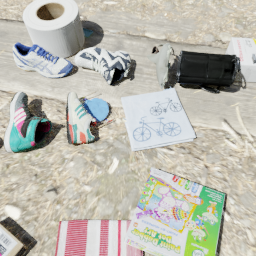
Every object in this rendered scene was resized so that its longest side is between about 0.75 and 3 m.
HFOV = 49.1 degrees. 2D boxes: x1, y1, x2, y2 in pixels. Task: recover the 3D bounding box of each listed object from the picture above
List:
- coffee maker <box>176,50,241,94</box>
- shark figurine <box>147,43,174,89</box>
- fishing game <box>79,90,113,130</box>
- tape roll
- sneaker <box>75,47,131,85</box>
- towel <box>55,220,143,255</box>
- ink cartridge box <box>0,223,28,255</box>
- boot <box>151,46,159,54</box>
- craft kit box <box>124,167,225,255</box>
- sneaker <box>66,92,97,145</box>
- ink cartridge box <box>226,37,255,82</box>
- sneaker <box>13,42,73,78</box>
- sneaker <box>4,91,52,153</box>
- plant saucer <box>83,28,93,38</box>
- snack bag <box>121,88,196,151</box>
[{"bbox_3d":[3.296,-2.622,11.944,2.354,2.261,1.586,5,72,6],"label":"coffee maker"},{"bbox_3d":[1.409,-3.191,12.309,1.076,1.541,2.579,6,58,11],"label":"shark figurine"},{"bbox_3d":[-1.420,-0.716,11.841,1.254,0.272,1.751,-30,66,-10],"label":"fishing game"},{"bbox_3d":[-3.555,-4.932,13.713,2.628,1.804,2.628,-2,57,2],"label":"tape roll"},{"bbox_3d":[-1.154,-2.737,12.723,2.617,1.044,1.703,5,46,-8],"label":"sneaker"},{"bbox_3d":[-0.906,3.826,8.678,2.733,0.311,1.968,0,55,0],"label":"towel"},{"bbox_3d":[-4.060,3.704,8.612,1.449,0.544,1.194,31,60,18],"label":"ink cartridge box"},{"bbox_3d":[1.368,-3.423,12.911,0.398,0.828,1.132,-5,49,25],"label":"boot"},{"bbox_3d":[1.559,2.861,8.980,2.671,0.648,2.638,18,54,9],"label":"craft kit box"},{"bbox_3d":[-1.903,-0.411,11.378,1.154,0.869,2.468,1,54,-17],"label":"sneaker"},{"bbox_3d":[6.046,-3.123,12.968,2.610,1.117,1.926,5,56,1],"label":"ink cartridge box"},{"bbox_3d":[-3.989,-3.162,12.909,2.873,1.266,1.082,10,55,5],"label":"sneaker"},{"bbox_3d":[-3.804,-0.332,11.014,1.602,1.110,2.654,-4,63,3],"label":"sneaker"},{"bbox_3d":[-2.599,-5.190,14.972,1.488,0.141,0.520,24,62,17],"label":"plant saucer"},{"bbox_3d":[1.112,-0.434,11.617,2.621,0.298,2.779,-11,57,-8],"label":"snack bag"}]
